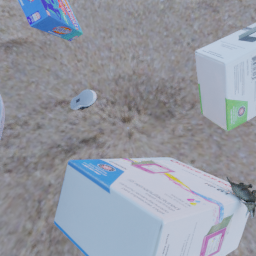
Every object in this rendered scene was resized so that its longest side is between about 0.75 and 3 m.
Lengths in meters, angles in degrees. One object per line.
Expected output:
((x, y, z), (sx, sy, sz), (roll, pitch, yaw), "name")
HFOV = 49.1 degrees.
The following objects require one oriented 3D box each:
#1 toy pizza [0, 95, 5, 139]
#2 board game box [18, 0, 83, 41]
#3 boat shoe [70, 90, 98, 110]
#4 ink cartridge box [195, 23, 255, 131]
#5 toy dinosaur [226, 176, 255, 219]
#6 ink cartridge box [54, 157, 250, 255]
((-3.022, 0.423, 4.454), (2.713, 0.430, 2.713), (-19, 52, 26), "toy pizza")
((-1.786, -2.806, 6.093), (0.450, 2.002, 1.523), (-24, 95, 13), "board game box")
((-0.705, -0.461, 4.700), (0.222, 0.786, 0.270), (5, 81, -36), "boat shoe")
((2.916, -1.324, 6.517), (2.451, 1.783, 1.030), (-27, 37, -13), "ink cartridge box")
((1.909, 1.055, 4.615), (0.405, 0.305, 0.793), (-5, 48, -38), "toy dinosaur")
((0.561, 1.393, 4.896), (2.078, 2.875, 1.217), (22, 101, 42), "ink cartridge box")
